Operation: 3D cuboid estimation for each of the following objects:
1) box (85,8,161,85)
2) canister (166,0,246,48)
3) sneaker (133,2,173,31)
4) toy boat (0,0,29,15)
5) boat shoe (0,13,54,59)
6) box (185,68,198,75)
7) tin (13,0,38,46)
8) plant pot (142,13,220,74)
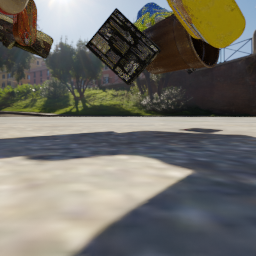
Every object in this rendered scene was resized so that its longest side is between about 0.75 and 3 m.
[{"bbox_3d":[-0.121,-2.393,8.430,1.751,1.434,0.754,42,13,-2],"label":"box"},{"bbox_3d":[1.244,-1.990,4.706,0.680,1.167,1.572,-38,20,16],"label":"canister"},{"bbox_3d":[1.101,-4.129,10.093,2.205,1.158,0.835,-1,-13,34],"label":"sneaker"},{"bbox_3d":[-2.675,-3.275,5.969,1.153,1.763,1.151,5,-22,35],"label":"toy boat"},{"bbox_3d":[-3.351,-2.671,8.131,2.307,0.758,0.824,14,-11,-27],"label":"boat shoe"},{"bbox_3d":[2.727,-2.822,11.676,0.874,0.795,0.455,-36,1,38],"label":"box"},{"bbox_3d":[-2.651,-2.761,7.233,0.260,1.242,0.696,7,6,23],"label":"tin"},{"bbox_3d":[1.577,-2.796,9.223,2.109,2.130,2.130,-7,-3,41],"label":"plant pot"}]
